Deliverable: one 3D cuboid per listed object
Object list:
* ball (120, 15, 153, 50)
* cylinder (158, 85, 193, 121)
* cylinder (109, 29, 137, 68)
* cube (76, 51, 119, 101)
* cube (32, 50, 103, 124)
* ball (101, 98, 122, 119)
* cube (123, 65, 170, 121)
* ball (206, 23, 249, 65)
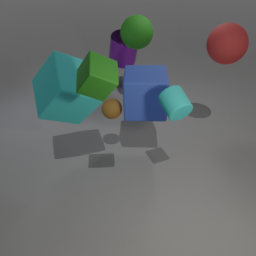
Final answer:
[{"bbox_3d":[0.373,-4.056,11.880,1.400,1.400,1.400,0,32,0],"label":"ball"},{"bbox_3d":[1.272,-0.663,7.532,0.700,0.700,0.700,-14,60,-21],"label":"cylinder"},{"bbox_3d":[-0.226,-3.958,14.020,1.400,1.400,1.400,5,49,-6],"label":"cylinder"},{"bbox_3d":[-0.687,-1.133,6.212,0.700,0.700,0.700,15,54,-29],"label":"cube"},{"bbox_3d":[-1.763,-1.110,8.138,1.400,1.400,1.400,8,54,-43],"label":"cube"},{"bbox_3d":[-0.543,-0.648,9.427,0.700,0.700,0.700,0,32,0],"label":"ball"},{"bbox_3d":[0.577,-1.166,9.288,1.400,1.400,1.400,1,35,2],"label":"cube"},{"bbox_3d":[3.470,-2.939,9.800,1.400,1.400,1.400,0,32,0],"label":"ball"}]
